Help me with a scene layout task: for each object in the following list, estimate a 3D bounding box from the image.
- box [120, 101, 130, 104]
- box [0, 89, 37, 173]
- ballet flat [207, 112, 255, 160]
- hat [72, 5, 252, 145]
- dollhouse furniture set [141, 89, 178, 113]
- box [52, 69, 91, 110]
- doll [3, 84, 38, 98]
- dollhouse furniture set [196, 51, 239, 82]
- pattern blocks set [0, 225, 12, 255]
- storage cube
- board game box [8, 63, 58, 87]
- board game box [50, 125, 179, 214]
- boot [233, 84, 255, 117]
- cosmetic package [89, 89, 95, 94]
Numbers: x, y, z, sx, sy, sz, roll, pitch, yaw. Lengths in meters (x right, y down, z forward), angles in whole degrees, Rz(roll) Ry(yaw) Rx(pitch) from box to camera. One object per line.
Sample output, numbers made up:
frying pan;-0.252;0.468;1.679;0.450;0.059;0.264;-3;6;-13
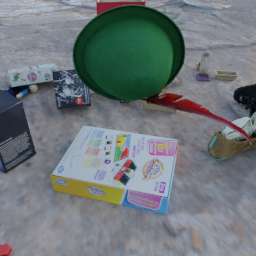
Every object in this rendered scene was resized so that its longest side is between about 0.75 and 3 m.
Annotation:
box;0.107;-2.000;10.777;1.628;1.686;0.401;-34;25;-35
box;-3.798;-0.057;7.942;1.895;1.880;1.168;24;42;30
ballet flat;3.632;0.093;8.446;2.864;1.036;0.971;-15;35;-19
hat;0.195;-0.742;5.578;2.991;2.477;2.633;-27;42;25
dollhouse furniture set;1.352;-1.667;10.330;1.279;1.806;1.966;10;65;15
box;-2.012;-1.385;10.103;1.219;1.339;0.697;-8;4;-8
doll;-4.445;-1.423;11.022;1.768;0.428;1.206;-13;28;-26
dollhouse furniture set;3.976;-2.888;12.339;1.742;1.237;1.380;5;37;6
pattern blocks set;-3.661;2.564;5.764;2.070;0.168;1.819;-26;41;-29
storage cube;-0.370;-5.750;15.115;2.450;2.577;2.866;-2;36;-2
board game box;-3.943;-2.227;11.674;1.894;0.609;1.397;-13;20;-20
board game box;-0.228;0.977;7.614;2.952;0.595;2.259;9;37;12
boot;5.195;-1.051;10.008;2.338;0.865;1.915;-14;30;-8
cosmetic package;-1.236;-2.432;11.568;1.782;1.096;1.777;-13;47;-10
